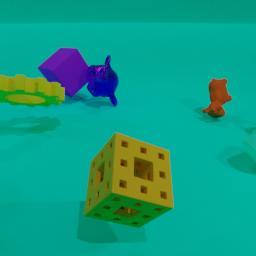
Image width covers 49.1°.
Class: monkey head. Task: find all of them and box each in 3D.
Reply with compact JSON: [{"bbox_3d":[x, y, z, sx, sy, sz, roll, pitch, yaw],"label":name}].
[{"bbox_3d":[-0.716,-1.587,9.110,1.058,1.756,1.263,-7,-4,-33],"label":"monkey head"}]

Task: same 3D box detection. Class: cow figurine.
[{"bbox_3d":[2.578,-0.881,8.182,0.632,1.151,1.133,-11,5,45],"label":"cow figurine"}]

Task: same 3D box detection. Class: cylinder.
[{"bbox_3d":[2.772,0.337,5.499,0.726,0.726,0.726,-37,24,6],"label":"cylinder"}]

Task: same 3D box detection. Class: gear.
[{"bbox_3d":[-2.558,-0.883,7.042,1.853,0.343,1.853,0,-7,0],"label":"gear"}]

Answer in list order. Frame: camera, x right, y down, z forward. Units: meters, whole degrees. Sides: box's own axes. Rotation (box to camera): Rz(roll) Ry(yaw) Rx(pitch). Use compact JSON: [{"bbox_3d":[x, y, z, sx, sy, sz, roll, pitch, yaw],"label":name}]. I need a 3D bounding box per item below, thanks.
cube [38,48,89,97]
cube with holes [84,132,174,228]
[{"bbox_3d":[-2.146,-1.955,9.737,1.178,1.178,1.178,-48,39,-19],"label":"cube"},{"bbox_3d":[-0.002,0.691,3.559,0.791,0.791,0.791,20,48,-21],"label":"cube with holes"}]
